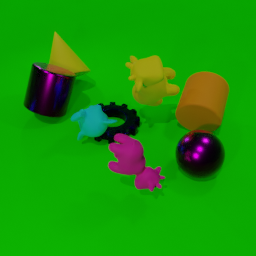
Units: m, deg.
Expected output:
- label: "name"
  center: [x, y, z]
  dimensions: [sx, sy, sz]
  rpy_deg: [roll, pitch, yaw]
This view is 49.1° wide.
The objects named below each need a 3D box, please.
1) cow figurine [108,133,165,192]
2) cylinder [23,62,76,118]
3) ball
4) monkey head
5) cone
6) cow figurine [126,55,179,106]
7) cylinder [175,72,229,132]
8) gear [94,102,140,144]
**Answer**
- label: "cow figurine"
  center: [0.197, 0.715, 5.562]
  dimensions: [1.149, 1.167, 0.641]
  rpy_deg: [17, 45, 13]
- label: "cylinder"
  center: [-2.240, -1.100, 8.036]
  dimensions: [1.239, 1.239, 1.239]
  rpy_deg: [18, 17, -6]
- label: "ball"
  center: [1.642, 0.592, 6.416]
  dimensions: [1.109, 1.109, 1.109]
  rpy_deg: [0, 39, 0]
- label: "monkey head"
  center: [-0.941, -0.117, 6.902]
  dimensions: [1.269, 0.765, 0.913]
  rpy_deg: [-25, 1, 29]
- label: "cone"
  center: [-2.183, -2.421, 9.257]
  dimensions: [1.514, 1.520, 1.514]
  rpy_deg: [-15, 7, 2]
- label: "cow figurine"
  center: [0.481, -1.132, 7.090]
  dimensions: [1.665, 1.692, 0.929]
  rpy_deg: [-1, 71, -31]
- label: "cylinder"
  center: [2.030, -0.689, 7.626]
  dimensions: [1.207, 1.207, 1.207]
  rpy_deg: [14, 58, 17]
- label: "gear"
  center: [-0.452, -0.183, 7.934]
  dimensions: [1.553, 0.287, 1.553]
  rpy_deg: [1, 40, -1]
